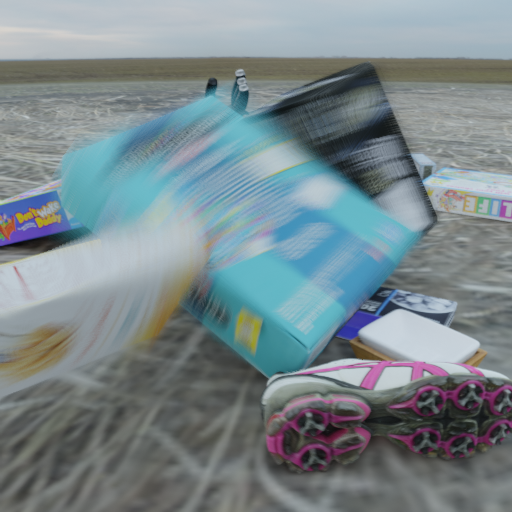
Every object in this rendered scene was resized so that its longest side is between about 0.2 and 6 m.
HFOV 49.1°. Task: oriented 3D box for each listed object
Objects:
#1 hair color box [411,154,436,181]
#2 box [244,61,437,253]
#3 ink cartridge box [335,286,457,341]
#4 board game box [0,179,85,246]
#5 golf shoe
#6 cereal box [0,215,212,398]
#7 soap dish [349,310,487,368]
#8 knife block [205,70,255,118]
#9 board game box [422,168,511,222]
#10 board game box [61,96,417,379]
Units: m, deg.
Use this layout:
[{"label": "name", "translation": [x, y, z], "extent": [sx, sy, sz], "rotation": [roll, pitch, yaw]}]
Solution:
[{"label": "hair color box", "translation": [3.689, -1.890, 12.621], "extent": [0.375, 0.612, 1.236], "rotation": [1, 21, 3]}, {"label": "box", "translation": [1.058, -1.142, 7.563], "extent": [0.995, 2.309, 1.891], "rotation": [-38, 20, -25]}, {"label": "ink cartridge box", "translation": [1.590, 0.715, 6.404], "extent": [1.141, 0.250, 1.152], "rotation": [12, 25, 27]}, {"label": "board game box", "translation": [-3.026, -1.040, 9.679], "extent": [1.920, 0.639, 2.856], "rotation": [-10, 17, 21]}, {"label": "golf shoe", "translation": [1.091, 1.129, 4.595], "extent": [2.119, 0.769, 0.976], "rotation": [-2, 21, -5]}, {"label": "cereal box", "translation": [-1.497, 0.486, 4.233], "extent": [2.105, 1.515, 0.416], "rotation": [-20, 69, -38]}, {"label": "soap dish", "translation": [1.559, 0.961, 5.464], "extent": [0.811, 0.419, 1.031], "rotation": [-20, 30, -37]}, {"label": "knife block", "translation": [-0.756, -2.653, 11.895], "extent": [0.934, 2.562, 2.919], "rotation": [-5, 22, -15]}, {"label": "board game box", "translation": [4.755, -1.176, 10.960], "extent": [2.787, 0.477, 1.874], "rotation": [14, 25, 31]}, {"label": "board game box", "translation": [-0.145, -0.381, 6.096], "extent": [3.093, 0.726, 2.335], "rotation": [37, 45, 16]}]
